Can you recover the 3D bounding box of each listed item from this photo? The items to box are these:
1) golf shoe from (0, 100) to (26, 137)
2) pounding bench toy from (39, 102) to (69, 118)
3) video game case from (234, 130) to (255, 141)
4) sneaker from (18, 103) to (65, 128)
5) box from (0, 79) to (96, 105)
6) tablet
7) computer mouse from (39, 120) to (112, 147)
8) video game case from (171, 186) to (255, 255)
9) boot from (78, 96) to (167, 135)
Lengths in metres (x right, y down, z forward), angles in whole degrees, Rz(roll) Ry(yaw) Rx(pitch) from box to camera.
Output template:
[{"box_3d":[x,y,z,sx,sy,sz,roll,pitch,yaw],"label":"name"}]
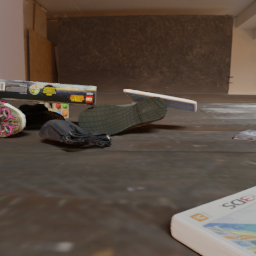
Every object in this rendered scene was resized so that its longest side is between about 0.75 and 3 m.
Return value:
[{"box_3d":[-3.856,-0.371,8.480,2.834,1.029,1.305,7,12,36],"label":"golf shoe"},{"box_3d":[-3.056,-0.866,12.467,1.041,0.829,1.334,6,10,33],"label":"pounding bench toy"},{"box_3d":[3.836,0.253,7.486,1.590,0.151,1.136,9,13,43],"label":"video game case"},{"box_3d":[-3.013,-0.494,9.766,2.161,0.649,1.127,-1,30,17],"label":"sneaker"},{"box_3d":[-2.415,-1.049,8.607,2.854,0.569,1.954,3,4,-7],"label":"box"},{"box_3d":[1.043,-0.864,8.787,2.193,0.150,1.427,11,-4,15],"label":"tablet"},{"box_3d":[-1.427,0.080,6.831,1.945,0.513,1.347,6,0,42],"label":"computer mouse"},{"box_3d":[1.954,0.982,2.325,2.168,0.262,2.378,-6,11,-34],"label":"video game case"},{"box_3d":[-0.077,-0.244,8.797,2.696,0.913,1.761,-10,-7,1],"label":"boot"}]
